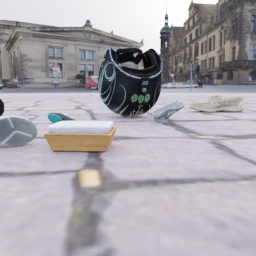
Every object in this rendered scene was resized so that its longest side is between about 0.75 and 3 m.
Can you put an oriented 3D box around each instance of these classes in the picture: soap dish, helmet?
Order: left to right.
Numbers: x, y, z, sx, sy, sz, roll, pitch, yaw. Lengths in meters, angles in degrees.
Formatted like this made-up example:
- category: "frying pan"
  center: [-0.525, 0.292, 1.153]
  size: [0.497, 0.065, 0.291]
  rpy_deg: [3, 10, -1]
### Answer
- category: "soap dish"
  center: [-0.801, 0.136, 4.998]
  size: [1.120, 0.455, 0.881]
  rpy_deg: [1, 8, 4]
- category: "helmet"
  center: [0.043, -1.593, 10.084]
  size: [2.485, 2.369, 2.485]
  rpy_deg: [8, 51, -10]

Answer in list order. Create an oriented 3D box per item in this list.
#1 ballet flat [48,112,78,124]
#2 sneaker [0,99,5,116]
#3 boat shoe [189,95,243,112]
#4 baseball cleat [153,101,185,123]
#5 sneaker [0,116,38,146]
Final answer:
- category: "ballet flat"
  center: [-1.388, -0.143, 6.398]
  size: [0.956, 0.349, 0.349]
  rpy_deg: [23, 17, 23]
- category: "sneaker"
  center: [-5.270, -0.672, 9.115]
  size: [1.080, 0.839, 2.399]
  rpy_deg: [8, 13, 27]
- category: "boat shoe"
  center: [3.859, -1.096, 12.280]
  size: [2.316, 0.752, 0.836]
  rpy_deg: [1, 8, 4]
- category: "baseball cleat"
  center: [1.236, -0.471, 8.380]
  size: [0.985, 0.524, 0.344]
  rpy_deg: [-16, 41, 10]
- category: "sneaker"
  center: [-2.502, 0.072, 5.115]
  size: [1.606, 0.565, 0.643]
  rpy_deg: [-6, 7, -30]
